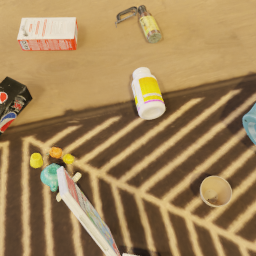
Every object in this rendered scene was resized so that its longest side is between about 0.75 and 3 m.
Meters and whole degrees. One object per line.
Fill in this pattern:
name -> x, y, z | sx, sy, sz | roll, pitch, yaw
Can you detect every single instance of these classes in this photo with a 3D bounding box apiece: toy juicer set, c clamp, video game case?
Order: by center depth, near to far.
video game case -> -1.066, 2.359, 7.597 | 0.226, 1.856, 2.596 | -34, 109, -8
toy juicer set -> -2.336, 1.499, 9.585 | 1.302, 0.557, 2.047 | -26, 58, -31
c clamp -> -0.076, -5.301, 13.307 | 1.293, 0.175, 1.105 | -25, 48, 10

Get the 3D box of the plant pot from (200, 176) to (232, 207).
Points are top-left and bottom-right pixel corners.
plant pot -> 2.782, 2.138, 9.103 | 0.977, 0.656, 0.977 | 0, 60, 0

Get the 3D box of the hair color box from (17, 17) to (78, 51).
hair color box -> -3.527, -4.198, 12.528 | 2.434, 0.778, 1.350 | 0, 62, -2

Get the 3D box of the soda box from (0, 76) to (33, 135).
soda box -> -4.925, -0.506, 10.401 | 1.027, 0.919, 2.902 | 27, 65, 13

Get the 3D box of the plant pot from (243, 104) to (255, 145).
plant pot -> 5.631, -0.386, 9.399 | 2.789, 2.969, 2.969 | -36, 66, -2

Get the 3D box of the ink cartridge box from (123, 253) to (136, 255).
ink cartridge box -> 0.421, 4.217, 7.985 | 1.301, 0.552, 0.947 | 8, 56, 6

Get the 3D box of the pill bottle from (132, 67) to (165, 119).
pill bottle -> 0.725, -1.380, 10.833 | 1.018, 1.018, 1.954 | -10, 61, -5

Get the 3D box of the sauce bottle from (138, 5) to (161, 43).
sauce bottle -> 0.927, -4.852, 12.961 | 0.679, 0.679, 2.098 | -13, 60, -7
